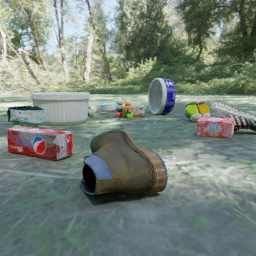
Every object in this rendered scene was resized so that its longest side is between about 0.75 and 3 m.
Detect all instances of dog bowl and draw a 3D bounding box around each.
[{"bbox_3d":[1.980,-1.876,16.639,0.837,2.124,2.124,0,8,-19],"label":"dog bowl"}]

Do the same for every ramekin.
[{"bbox_3d":[-3.092,-0.934,13.004,2.657,1.395,2.657,1,9,0],"label":"ramekin"}]

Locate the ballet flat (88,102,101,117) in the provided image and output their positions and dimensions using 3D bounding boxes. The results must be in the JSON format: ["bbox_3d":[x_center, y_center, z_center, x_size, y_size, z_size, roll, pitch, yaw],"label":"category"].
[{"bbox_3d":[-2.373,-0.913,15.318,2.577,0.895,0.895,-10,13,-42],"label":"ballet flat"}]

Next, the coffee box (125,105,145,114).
[{"bbox_3d":[0.382,-1.035,15.624,1.074,0.428,0.614,1,9,5],"label":"coffee box"}]

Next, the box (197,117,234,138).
[{"bbox_3d":[3.030,-0.035,9.706,1.170,0.559,0.583,4,18,27],"label":"box"}]

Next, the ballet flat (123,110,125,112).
[{"bbox_3d":[-0.051,-1.283,18.291,0.464,0.501,1.487,-8,6,16],"label":"ballet flat"}]

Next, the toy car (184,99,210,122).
[{"bbox_3d":[3.328,-0.777,13.819,1.284,1.124,0.963,-5,-24,-25],"label":"toy car"}]

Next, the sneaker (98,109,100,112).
[{"bbox_3d":[-2.537,-1.262,17.943,1.272,0.508,0.828,19,10,35],"label":"sneaker"}]

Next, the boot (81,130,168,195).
[{"bbox_3d":[-0.466,0.548,5.111,1.178,0.908,2.429,-3,11,-31],"label":"boot"}]

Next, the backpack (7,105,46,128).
[{"bbox_3d":[-3.858,-0.401,10.864,1.279,0.980,1.124,-4,3,7],"label":"backpack"}]

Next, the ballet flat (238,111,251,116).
[{"bbox_3d":[5.861,-0.700,14.778,1.231,0.419,0.421,5,2,28],"label":"ballet flat"}]

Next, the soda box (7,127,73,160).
[{"bbox_3d":[-2.262,0.360,7.125,1.811,0.634,0.574,5,10,31],"label":"soda box"}]

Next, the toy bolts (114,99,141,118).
[{"bbox_3d":[-0.037,-1.105,15.436,1.409,0.978,1.346,9,12,44],"label":"toy bolts"}]

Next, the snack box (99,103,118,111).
[{"bbox_3d":[-1.399,-1.446,19.235,1.200,0.482,1.423,7,12,43],"label":"snack box"}]

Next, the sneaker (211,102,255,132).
[{"bbox_3d":[3.959,-0.140,10.265,2.102,0.920,0.775,24,-4,10],"label":"sneaker"}]
